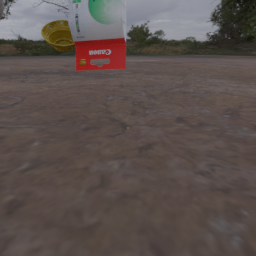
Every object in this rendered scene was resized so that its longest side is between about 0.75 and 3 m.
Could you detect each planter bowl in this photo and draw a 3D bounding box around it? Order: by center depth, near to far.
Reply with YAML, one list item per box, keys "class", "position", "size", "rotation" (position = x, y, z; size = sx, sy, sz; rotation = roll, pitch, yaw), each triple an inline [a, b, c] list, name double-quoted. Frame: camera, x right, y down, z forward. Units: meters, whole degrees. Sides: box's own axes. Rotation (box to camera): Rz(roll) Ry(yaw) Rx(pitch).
- class: "planter bowl"
  position: [-1.859, -2.557, 8.080]
  size: [1.193, 0.497, 1.193]
  rotation: [4, 53, -6]

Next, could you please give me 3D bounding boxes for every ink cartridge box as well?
- class: "ink cartridge box"
  position: [-0.716, -2.219, 6.474]
  size: [1.359, 1.689, 0.423]
  rotation: [2, 2, 20]

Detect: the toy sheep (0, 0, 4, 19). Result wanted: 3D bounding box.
- class: "toy sheep"
  position: [-2.972, -2.354, 4.910]
  size: [1.510, 1.510, 2.189]
  rotation: [2, 21, 7]
